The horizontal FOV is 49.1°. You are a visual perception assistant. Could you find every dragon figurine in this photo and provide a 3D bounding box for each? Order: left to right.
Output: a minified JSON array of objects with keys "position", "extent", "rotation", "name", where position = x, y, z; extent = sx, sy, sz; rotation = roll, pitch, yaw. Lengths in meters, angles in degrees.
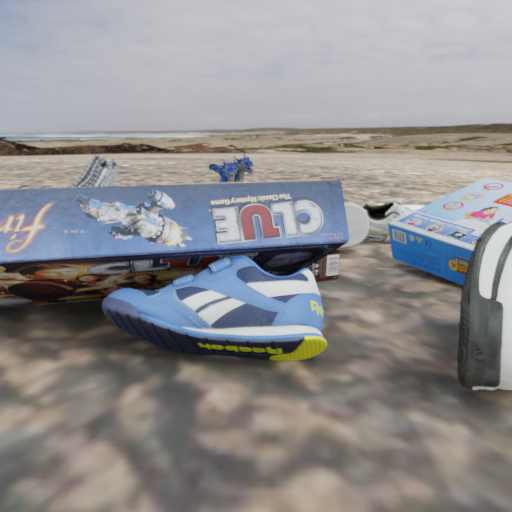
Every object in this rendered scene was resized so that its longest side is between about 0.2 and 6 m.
[{"position":[-0.748,-1.932,14.526],"extent":[0.898,1.517,3.051],"rotation":[-3,13,-16],"name":"dragon figurine"}]

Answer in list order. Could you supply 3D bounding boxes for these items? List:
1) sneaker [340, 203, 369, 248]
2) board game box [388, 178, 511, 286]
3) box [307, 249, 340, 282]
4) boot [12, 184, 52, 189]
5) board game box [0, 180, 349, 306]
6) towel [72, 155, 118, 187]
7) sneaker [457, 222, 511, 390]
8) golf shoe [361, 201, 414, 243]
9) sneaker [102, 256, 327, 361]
[{"position":[0.314,-0.489,9.734],"extent":[2.838,1.045,1.640],"rotation":[0,5,-14],"name":"sneaker"},{"position":[3.410,-0.326,7.881],"extent":[2.124,0.606,2.169],"rotation":[-23,27,-23],"name":"board game box"},{"position":[0.857,0.081,8.043],"extent":[0.457,0.462,0.557],"rotation":[-6,15,-26],"name":"box"},{"position":[-5.158,-1.021,11.730],"extent":[2.058,0.723,1.504],"rotation":[-19,27,-38],"name":"boot"},{"position":[-1.274,-0.046,5.958],"extent":[3.791,0.656,2.568],"rotation":[-4,-11,-14],"name":"board game box"},{"position":[-2.644,-0.979,8.788],"extent":[0.497,1.160,0.961],"rotation":[27,-17,-11],"name":"towel"},{"position":[3.112,0.399,4.723],"extent":[2.000,1.312,3.476],"rotation":[8,13,39],"name":"sneaker"},{"position":[2.654,-0.639,10.195],"extent":[1.638,0.796,0.641],"rotation":[-1,51,11],"name":"golf shoe"},{"position":[-0.367,0.449,5.163],"extent":[2.044,0.841,0.756],"rotation":[5,-24,2],"name":"sneaker"}]
